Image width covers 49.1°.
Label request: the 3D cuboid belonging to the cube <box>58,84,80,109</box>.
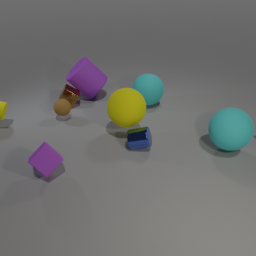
[{"bbox_3d":[-2.651,-1.427,12.591,0.700,0.700,0.700,27,23,-20],"label":"cube"}]

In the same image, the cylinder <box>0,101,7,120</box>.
[{"bbox_3d":[-5.035,-0.701,10.618,0.700,0.700,0.700,14,27,-14],"label":"cylinder"}]

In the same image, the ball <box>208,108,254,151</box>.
[{"bbox_3d":[3.357,0.038,9.156,1.400,1.400,1.400,0,30,0],"label":"ball"}]

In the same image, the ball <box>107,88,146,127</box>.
[{"bbox_3d":[-0.055,-0.724,9.989,1.400,1.400,1.400,0,30,0],"label":"ball"}]

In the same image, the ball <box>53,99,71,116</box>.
[{"bbox_3d":[-2.656,-0.833,11.340,0.700,0.700,0.700,0,30,0],"label":"ball"}]

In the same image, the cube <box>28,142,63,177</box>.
[{"bbox_3d":[-2.412,0.906,8.214,0.700,0.700,0.700,-49,16,-10],"label":"cube"}]

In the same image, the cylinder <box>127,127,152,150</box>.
[{"bbox_3d":[0.399,0.347,9.578,0.700,0.700,0.700,-10,27,17],"label":"cylinder"}]

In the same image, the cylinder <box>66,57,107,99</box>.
[{"bbox_3d":[-1.929,-2.342,13.126,1.400,1.400,1.400,-38,28,24],"label":"cylinder"}]

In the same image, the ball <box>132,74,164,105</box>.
[{"bbox_3d":[0.892,-1.715,12.511,1.400,1.400,1.400,0,30,0],"label":"ball"}]
